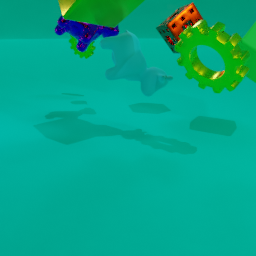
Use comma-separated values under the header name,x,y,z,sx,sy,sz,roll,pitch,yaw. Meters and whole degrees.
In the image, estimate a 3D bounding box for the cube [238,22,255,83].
name,x,y,z,sx,sy,sz,roll,pitch,yaw
cube,3.306,-1.938,6.884,1.084,1.084,1.084,38,-11,8

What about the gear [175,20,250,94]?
name,x,y,z,sx,sy,sz,roll,pitch,yaw
gear,1.634,-1.373,5.566,1.501,1.501,0.278,21,58,45

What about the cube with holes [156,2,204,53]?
name,x,y,z,sx,sy,sz,roll,pitch,yaw
cube with holes,1.632,-2.947,8.395,0.983,0.983,0.983,-41,19,0

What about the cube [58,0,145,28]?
name,x,y,z,sx,sy,sz,roll,pitch,yaw
cube,-0.540,-3.001,5.463,1.365,1.365,1.365,-9,-10,-44

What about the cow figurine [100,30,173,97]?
name,x,y,z,sx,sy,sz,roll,pitch,yaw
cow figurine,0.230,-1.509,6.574,1.558,1.583,0.869,-6,14,9

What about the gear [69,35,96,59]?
name,x,y,z,sx,sy,sz,roll,pitch,yaw
gear,-1.785,-3.243,10.889,1.094,1.094,0.202,10,41,26

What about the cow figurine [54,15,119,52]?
name,x,y,z,sx,sy,sz,roll,pitch,yaw
cow figurine,-1.036,-2.851,7.679,1.582,1.557,0.868,34,-27,-14
